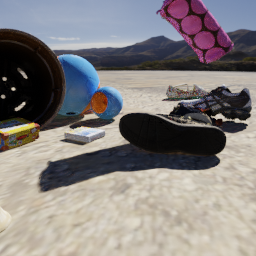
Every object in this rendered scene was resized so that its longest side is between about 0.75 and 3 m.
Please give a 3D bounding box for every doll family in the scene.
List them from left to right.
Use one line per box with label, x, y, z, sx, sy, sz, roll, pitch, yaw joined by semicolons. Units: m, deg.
doll family;2.364;-0.397;9.193;1.826;0.717;1.056;-9;11;-41

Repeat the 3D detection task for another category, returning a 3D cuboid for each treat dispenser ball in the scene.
treat dispenser ball;-2.245;-1.636;10.813;2.323;2.323;2.323;0;14;0
treat dispenser ball;-0.769;-0.908;10.196;1.188;1.188;1.188;0;14;0

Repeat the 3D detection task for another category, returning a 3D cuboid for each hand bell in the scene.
hand bell;-1.934;0.686;3.619;0.680;1.305;0.680;0;15;0

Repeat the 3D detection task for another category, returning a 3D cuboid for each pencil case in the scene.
pencil case;2.297;-3.412;9.542;1.298;2.772;1.258;-43;16;15

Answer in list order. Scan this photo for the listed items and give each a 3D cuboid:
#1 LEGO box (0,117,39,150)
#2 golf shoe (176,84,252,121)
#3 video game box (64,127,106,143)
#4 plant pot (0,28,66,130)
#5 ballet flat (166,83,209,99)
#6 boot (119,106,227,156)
LEGO box;-3.037;0.116;7.353;0.820;0.425;1.102;19;23;26
golf shoe;3.085;-0.968;10.084;2.596;1.227;1.009;7;2;25
video game box;-1.206;0.176;7.894;0.869;0.203;0.792;8;14;29
plant pot;-3.858;-1.342;9.045;2.982;2.982;2.952;-8;8;-27
ballet flat;3.358;-2.016;15.282;2.585;0.826;0.978;-1;14;-5
boot;1.136;-0.051;7.288;2.511;0.919;1.890;6;16;9
